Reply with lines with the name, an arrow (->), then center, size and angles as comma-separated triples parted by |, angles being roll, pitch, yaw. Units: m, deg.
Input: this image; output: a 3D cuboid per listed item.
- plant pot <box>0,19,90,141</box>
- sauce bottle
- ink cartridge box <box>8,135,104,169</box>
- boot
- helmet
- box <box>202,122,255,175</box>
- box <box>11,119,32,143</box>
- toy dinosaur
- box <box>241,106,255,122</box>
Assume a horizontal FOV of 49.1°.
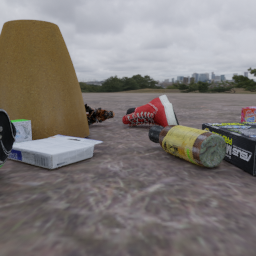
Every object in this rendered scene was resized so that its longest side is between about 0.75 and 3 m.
plant pot -> -2.424, -1.183, 7.288 | 2.691, 2.887, 2.691 | -2, 9, 0
sauce bottle -> 1.033, 0.263, 5.494 | 0.627, 0.627, 1.937 | -4, 8, -23
ink cartridge box -> -1.417, 0.426, 5.492 | 1.389, 0.283, 1.392 | 6, 11, 34
boot -> 0.660, -0.251, 8.865 | 1.670, 0.838, 2.314 | -19, 21, 3
helmet -> -2.280, 0.147, 3.902 | 1.371, 1.371, 1.307 | -2, -31, -10
box -> 3.069, 0.286, 5.439 | 2.626, 0.581, 2.104 | -1, 8, -9
box -> -2.407, 0.195, 5.726 | 0.369, 0.674, 0.763 | 7, 11, 43
toy dinosaur -> -1.214, -0.361, 9.599 | 1.490, 0.761, 1.011 | -28, -10, 27
box -> 4.499, -0.433, 9.991 | 0.588, 0.614, 1.232 | 7, 11, 38
